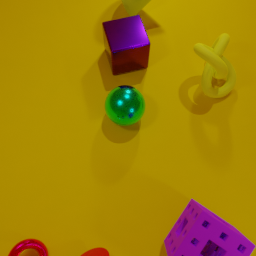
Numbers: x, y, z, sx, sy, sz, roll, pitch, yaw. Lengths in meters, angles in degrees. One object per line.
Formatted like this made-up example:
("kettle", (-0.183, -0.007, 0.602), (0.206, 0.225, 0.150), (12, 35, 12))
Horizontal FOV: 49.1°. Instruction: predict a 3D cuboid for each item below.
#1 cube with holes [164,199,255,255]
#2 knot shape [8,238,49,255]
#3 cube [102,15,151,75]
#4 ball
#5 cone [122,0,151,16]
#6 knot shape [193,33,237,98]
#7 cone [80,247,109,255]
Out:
("cube with holes", (1.598, 2.389, 5.807), (1.167, 1.167, 1.167), (34, 89, 4))
("knot shape", (-2.387, 3.162, 6.017), (1.281, 0.632, 1.368), (-9, 68, -4))
("cube", (-0.060, -2.364, 8.070), (1.101, 1.101, 1.101), (-14, 67, -6))
("ball", (-0.076, -0.584, 7.348), (1.075, 1.075, 1.075), (0, 67, 0))
("cone", (0.659, -4.292, 8.426), (1.487, 1.481, 1.481), (-6, 65, 23))
("knot shape", (2.440, -1.860, 7.745), (0.817, 1.769, 1.655), (-5, 52, 32))
("cone", (-0.627, 3.298, 5.966), (0.990, 0.990, 0.994), (-29, 104, -12))
